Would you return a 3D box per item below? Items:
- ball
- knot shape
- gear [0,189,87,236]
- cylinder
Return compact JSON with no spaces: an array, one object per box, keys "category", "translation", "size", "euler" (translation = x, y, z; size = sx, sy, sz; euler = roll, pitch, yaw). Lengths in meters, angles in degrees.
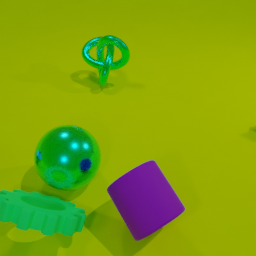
[{"category":"ball","translation":[-1.172,0.577,5.501],"size":[1.284,1.284,1.284],"euler":[0,42,0]},{"category":"knot shape","translation":[-0.744,-2.131,8.221],"size":[0.713,1.544,1.445],"euler":[-9,50,-49]},{"category":"gear","translation":[-1.433,1.364,4.625],"size":[1.456,1.456,0.269],"euler":[14,84,15]},{"category":"cylinder","translation":[0.290,1.195,4.694],"size":[0.969,0.969,0.969],"euler":[-25,73,-25]}]
